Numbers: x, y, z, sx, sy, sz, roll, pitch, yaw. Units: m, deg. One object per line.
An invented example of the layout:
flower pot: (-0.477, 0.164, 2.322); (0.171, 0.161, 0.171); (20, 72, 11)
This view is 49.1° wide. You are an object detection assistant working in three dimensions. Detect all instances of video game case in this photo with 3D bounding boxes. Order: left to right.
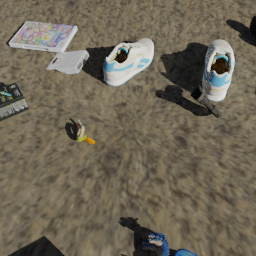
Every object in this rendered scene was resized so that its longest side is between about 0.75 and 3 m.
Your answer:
video game case: (-3.529, -3.863, 11.769); (2.376, 0.214, 1.701); (9, 53, 10)

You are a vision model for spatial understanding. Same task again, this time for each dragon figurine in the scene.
dragon figurine: (1.286, 3.105, 6.209); (2.193, 0.645, 1.090); (16, 54, 13)

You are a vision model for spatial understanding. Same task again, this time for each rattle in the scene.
rattle: (-1.332, 0.112, 8.746); (0.572, 0.521, 0.801); (1, 27, -11)

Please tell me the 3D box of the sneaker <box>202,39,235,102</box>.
sneaker: (3.339, -2.353, 10.063); (1.136, 1.199, 2.968); (10, 52, 9)

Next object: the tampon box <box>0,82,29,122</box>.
tampon box: (-3.976, -0.863, 9.241); (1.061, 0.670, 0.795); (-26, 57, -19)

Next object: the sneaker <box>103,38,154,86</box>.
sneaker: (0.125, -2.672, 10.382); (1.023, 1.081, 2.675); (28, 57, 22)

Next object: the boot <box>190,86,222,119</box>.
boot: (2.585, -0.805, 9.162); (1.063, 0.423, 1.221); (39, 24, -13)

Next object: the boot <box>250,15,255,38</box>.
boot: (6.222, -4.044, 11.799); (1.671, 0.664, 1.919); (-6, 57, -11)

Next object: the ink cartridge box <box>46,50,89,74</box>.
ink cartridge box: (-2.329, -2.530, 10.838); (1.368, 0.390, 1.112); (-2, 48, 27)
